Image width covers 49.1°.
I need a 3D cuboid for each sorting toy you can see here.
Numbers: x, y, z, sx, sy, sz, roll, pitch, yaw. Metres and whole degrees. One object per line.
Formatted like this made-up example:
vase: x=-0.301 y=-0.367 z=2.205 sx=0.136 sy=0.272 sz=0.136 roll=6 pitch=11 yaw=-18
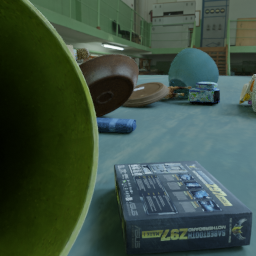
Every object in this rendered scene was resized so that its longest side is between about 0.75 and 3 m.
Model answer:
sorting toy: x=5.727 y=-1.308 z=11.621 sx=1.786 sy=1.060 sz=1.984 roll=20 pitch=2 yaw=13

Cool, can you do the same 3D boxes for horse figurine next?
horse figurine: x=1.579 y=-1.605 z=13.192 sx=2.825 sy=0.705 sz=1.872 roll=-12 pitch=10 yaw=-31

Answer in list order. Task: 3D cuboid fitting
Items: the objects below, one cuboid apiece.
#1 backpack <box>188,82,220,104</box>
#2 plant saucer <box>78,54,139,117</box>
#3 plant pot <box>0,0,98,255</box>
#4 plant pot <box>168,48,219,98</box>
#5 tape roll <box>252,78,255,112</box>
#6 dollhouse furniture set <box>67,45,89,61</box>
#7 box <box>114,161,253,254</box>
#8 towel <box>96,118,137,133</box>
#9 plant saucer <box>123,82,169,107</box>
backpack: x=3.407 y=-1.571 z=12.565 sx=1.338 sy=0.984 sz=1.225 roll=1 pitch=9 yaw=22
plant saucer: x=-0.798 y=-1.084 z=8.596 sx=2.731 sy=0.499 sz=2.731 roll=-23 pitch=-24 yaw=-11
plant pot: x=-1.906 y=0.220 z=2.514 sx=2.430 sy=2.430 sz=2.597 roll=-8 pitch=-1 yaw=-31
plant pot: x=3.088 y=-2.529 z=14.446 sx=2.567 sy=2.567 sz=1.729 roll=13 pitch=50 yaw=45
tape roll: x=5.168 y=-1.247 z=10.043 sx=1.008 sy=1.468 sz=1.468 roll=11 pitch=17 yaw=37
dollhouse furniture set: x=-1.716 y=-1.719 z=9.690 sx=1.526 sy=2.298 sz=2.014 roll=-5 pitch=13 yaw=21
box: x=0.492 y=0.823 z=3.334 sx=1.237 sy=0.400 sz=1.569 roll=-3 pitch=13 yaw=-7
towel: x=-0.415 y=-0.060 z=7.466 sx=1.233 sy=0.299 sz=0.689 roll=3 pitch=14 yaw=9
plant saucer: x=0.688 y=-1.520 z=12.242 sx=2.187 sy=0.322 sz=2.187 roll=-14 pitch=25 yaw=7
